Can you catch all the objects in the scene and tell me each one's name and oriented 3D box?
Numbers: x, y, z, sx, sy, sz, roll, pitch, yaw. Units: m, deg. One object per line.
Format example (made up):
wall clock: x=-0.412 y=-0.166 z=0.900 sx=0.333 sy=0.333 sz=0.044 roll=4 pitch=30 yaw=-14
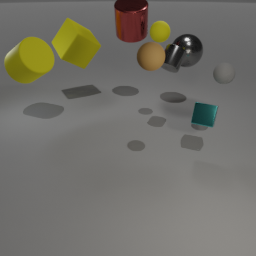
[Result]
cube: x=2.516 y=-0.440 z=9.159 sx=0.700 sy=0.700 sz=0.700 roll=13 pitch=8 yaw=19
ball: x=1.086 y=-3.270 z=9.521 sx=0.700 sy=0.700 sz=0.700 roll=0 pitch=28 yaw=0
cube: x=-2.366 y=-3.830 z=12.787 sx=1.400 sy=1.400 sz=1.400 roll=14 pitch=35 yaw=-49
ball: x=0.565 y=-1.764 z=6.910 sx=0.700 sy=0.700 sz=0.700 roll=0 pitch=28 yaw=0
cylinder: x=0.150 y=-4.601 z=11.873 sx=1.400 sy=1.400 sz=1.400 roll=-1 pitch=51 yaw=1
ball: x=3.179 y=-1.803 z=9.262 sx=0.700 sy=0.700 sz=0.700 roll=0 pitch=28 yaw=0
cylinder: x=1.472 y=-2.295 z=9.257 sx=0.700 sy=0.700 sz=0.700 roll=25 pitch=-3 yaw=1
ball: x=2.546 y=-3.350 z=12.162 sx=1.400 sy=1.400 sz=1.400 roll=0 pitch=28 yaw=0
cylinder: x=-3.774 y=-2.559 z=10.724 sx=1.400 sy=1.400 sz=1.400 roll=-14 pitch=12 yaw=45
